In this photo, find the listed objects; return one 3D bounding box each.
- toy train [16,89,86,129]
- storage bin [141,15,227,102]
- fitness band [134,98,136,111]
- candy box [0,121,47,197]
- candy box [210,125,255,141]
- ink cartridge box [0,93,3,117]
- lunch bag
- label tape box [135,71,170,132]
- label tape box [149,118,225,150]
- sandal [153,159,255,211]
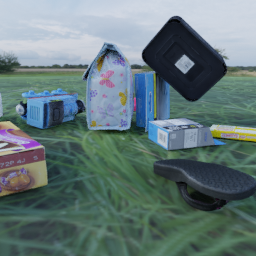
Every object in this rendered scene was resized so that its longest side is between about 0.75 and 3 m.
[{"bbox_3d":[-2.943,-0.802,11.203,1.669,1.266,2.921,17,18,27],"label":"toy train"},{"bbox_3d":[1.973,-2.437,9.878,2.616,1.769,1.227,41,27,-8],"label":"storage bin"},{"bbox_3d":[-0.521,-1.331,14.739,2.944,0.551,2.114,5,14,17],"label":"fitness band"},{"bbox_3d":[-3.071,0.577,6.014,1.744,0.844,2.990,-9,15,-32],"label":"candy box"},{"bbox_3d":[3.693,0.174,8.897,2.123,0.280,1.085,6,14,25],"label":"candy box"},{"bbox_3d":[-6.182,-0.726,10.894,1.921,1.109,2.630,-3,14,-12],"label":"ink cartridge box"},{"bbox_3d":[-0.656,-1.523,10.196,1.832,2.882,2.444,2,11,1],"label":"lunch bag"},{"bbox_3d":[0.813,-1.105,10.575,0.913,1.979,2.762,4,14,25],"label":"label tape box"},{"bbox_3d":[1.753,0.128,8.414,1.910,0.604,1.377,-5,14,-19],"label":"label tape box"},{"bbox_3d":[1.278,0.998,5.010,1.013,0.645,2.695,-4,1,-14],"label":"sandal"}]
